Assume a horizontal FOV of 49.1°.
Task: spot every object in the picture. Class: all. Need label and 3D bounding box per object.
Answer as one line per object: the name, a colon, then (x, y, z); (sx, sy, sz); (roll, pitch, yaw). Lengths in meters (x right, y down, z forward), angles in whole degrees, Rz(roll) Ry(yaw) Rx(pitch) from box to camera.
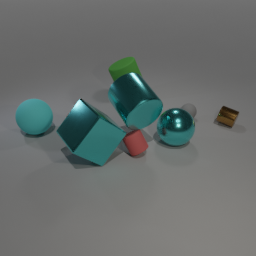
ball: (2.635, -0.722, 12.207); (0.700, 0.700, 0.700); (0, 29, 0)
cube: (-1.206, 0.147, 9.217); (1.400, 1.400, 1.400); (33, 6, -46)
cylinder: (-0.071, -2.609, 13.986); (1.400, 1.400, 1.400); (-20, 29, 12)
ball: (-3.657, -0.442, 10.963); (1.400, 1.400, 1.400); (0, 29, 0)
ball: (1.749, -0.040, 10.269); (1.400, 1.400, 1.400); (0, 29, 0)
cylinder: (4.160, -0.484, 11.669); (0.700, 0.700, 0.700); (26, 37, 23)
cylinder: (0.254, 0.495, 9.730); (0.700, 0.700, 0.700); (-28, 10, 5)
cylinder: (0.234, -0.891, 9.415); (1.400, 1.400, 1.400); (-16, 54, -26)
